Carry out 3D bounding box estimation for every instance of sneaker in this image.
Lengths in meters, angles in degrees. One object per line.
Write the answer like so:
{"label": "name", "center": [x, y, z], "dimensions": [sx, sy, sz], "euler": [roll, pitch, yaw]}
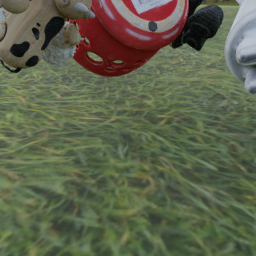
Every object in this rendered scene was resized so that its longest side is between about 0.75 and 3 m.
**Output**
{"label": "sneaker", "center": [1.668, -2.273, 5.986], "dimensions": [0.646, 0.772, 1.702], "euler": [38, 0, -2]}
{"label": "sneaker", "center": [1.471, -3.661, 7.926], "dimensions": [1.088, 2.944, 1.167], "euler": [-27, 66, -25]}

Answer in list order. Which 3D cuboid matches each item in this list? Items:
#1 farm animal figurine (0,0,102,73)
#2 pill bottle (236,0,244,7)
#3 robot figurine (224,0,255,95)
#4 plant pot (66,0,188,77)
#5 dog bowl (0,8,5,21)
{"label": "farm animal figurine", "center": [-0.945, -1.385, 2.974], "dimensions": [1.026, 1.946, 1.968], "euler": [50, 33, 17]}
{"label": "pill bottle", "center": [4.004, -3.493, 7.445], "dimensions": [2.904, 1.638, 1.638], "euler": [-4, 23, -45]}
{"label": "robot figurine", "center": [2.643, -1.705, 4.899], "dimensions": [1.558, 2.339, 2.759], "euler": [-2, 39, 35]}
{"label": "plant pot", "center": [-0.127, -3.046, 7.280], "dimensions": [2.905, 2.905, 2.645], "euler": [-15, 0, -25]}
{"label": "dog bowl", "center": [-2.128, -2.374, 5.191], "dimensions": [1.872, 1.872, 0.737], "euler": [-12, 20, -22]}
